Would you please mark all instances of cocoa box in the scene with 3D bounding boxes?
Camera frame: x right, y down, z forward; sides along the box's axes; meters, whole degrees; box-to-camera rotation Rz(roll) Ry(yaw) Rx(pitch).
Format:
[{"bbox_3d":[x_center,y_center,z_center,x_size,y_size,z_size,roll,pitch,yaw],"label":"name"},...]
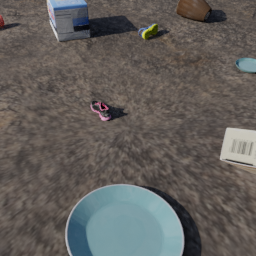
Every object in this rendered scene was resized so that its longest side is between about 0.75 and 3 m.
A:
[{"bbox_3d":[-2.982,-5.603,13.842,1.652,1.625,2.477,-13,43,-15],"label":"cocoa box"}]

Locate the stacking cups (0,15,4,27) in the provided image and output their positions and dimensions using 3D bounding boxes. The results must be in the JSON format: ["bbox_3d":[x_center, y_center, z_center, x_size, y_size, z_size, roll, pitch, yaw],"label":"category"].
[{"bbox_3d":[-7.672,-5.106,14.048,2.747,0.831,0.831,-25,47,-33],"label":"stacking cups"}]

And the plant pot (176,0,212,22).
[{"bbox_3d":[3.701,-6.501,15.237,1.570,1.467,1.467,39,53,17],"label":"plant pot"}]

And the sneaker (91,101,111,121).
[{"bbox_3d":[-0.884,-0.684,9.060,0.408,0.492,1.032,-26,46,-25],"label":"sneaker"}]

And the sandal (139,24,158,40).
[{"bbox_3d":[1.001,-4.825,13.833,0.580,0.529,1.332,26,46,32],"label":"sandal"}]

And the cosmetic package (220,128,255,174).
[{"bbox_3d":[2.417,0.509,5.237,1.447,0.632,0.748,21,-8,-42],"label":"cosmetic package"}]

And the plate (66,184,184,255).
[{"bbox_3d":[-0.062,2.153,5.778,2.408,0.308,2.408,5,36,-4],"label":"plate"}]

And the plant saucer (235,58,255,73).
[{"bbox_3d":[4.975,-2.530,11.437,1.158,0.159,1.158,0,41,0],"label":"plant saucer"}]
